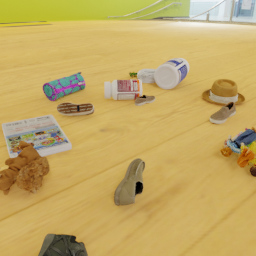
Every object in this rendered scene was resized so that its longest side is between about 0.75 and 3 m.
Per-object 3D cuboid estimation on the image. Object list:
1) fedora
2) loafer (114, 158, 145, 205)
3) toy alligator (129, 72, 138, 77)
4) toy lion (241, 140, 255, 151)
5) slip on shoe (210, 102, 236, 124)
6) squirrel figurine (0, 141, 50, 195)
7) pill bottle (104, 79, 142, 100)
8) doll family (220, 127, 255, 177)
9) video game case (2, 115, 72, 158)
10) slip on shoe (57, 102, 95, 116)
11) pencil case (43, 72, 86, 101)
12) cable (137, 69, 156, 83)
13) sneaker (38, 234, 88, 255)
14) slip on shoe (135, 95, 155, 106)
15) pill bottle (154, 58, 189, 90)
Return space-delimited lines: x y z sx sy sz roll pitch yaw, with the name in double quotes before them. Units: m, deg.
"fedora" 4.799 -1.879 13.978 2.247 0.916 2.247 0 26 0
"loafer" 0.181 1.511 7.731 0.589 0.664 1.746 12 38 18
"toy alligator" 0.422 -3.330 17.558 1.061 0.255 0.352 -14 56 -41
"toy lion" 4.544 0.861 9.182 1.625 0.558 1.558 10 37 19
"slip on shoe" 4.107 -0.666 12.027 1.734 0.525 0.659 -21 34 -35
"squirrel figurine" -2.999 1.251 7.848 1.459 1.033 1.362 16 38 34
"pill bottle" -0.250 -1.899 13.915 1.830 1.002 1.002 -1 27 -4
"doll family" 3.676 0.610 8.805 1.321 0.959 2.128 -36 32 0
"video game case" -3.492 0.292 10.469 2.014 0.253 2.813 -13 30 -24
"slip on shoe" -2.263 -0.794 12.216 1.614 0.489 0.614 -4 70 2
"pencil case" -3.227 -2.155 14.453 1.055 0.971 2.282 7 26 37
"cable" 1.364 -3.151 16.858 1.604 0.555 1.604 -4 26 -9
"sneaker" -1.298 2.683 5.408 0.915 0.611 1.597 -6 22 3
"slip on shoe" 0.852 -1.438 13.679 1.295 0.392 0.493 -20 33 -33
"pill bottle" 2.586 -3.185 15.965 1.419 1.419 2.452 14 30 25
